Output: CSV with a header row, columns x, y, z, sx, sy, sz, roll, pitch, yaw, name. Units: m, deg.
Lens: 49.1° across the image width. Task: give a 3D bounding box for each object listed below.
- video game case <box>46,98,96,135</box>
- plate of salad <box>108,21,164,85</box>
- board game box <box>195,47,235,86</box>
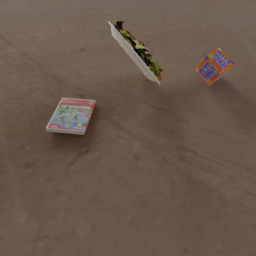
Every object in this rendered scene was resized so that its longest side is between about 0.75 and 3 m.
x,y,z,sx,sy,sz,roll,pitch,yaw,name
-1.691,-0.399,8.507,1.118,0.136,1.564,5,41,5,video game case
0.319,-2.487,9.119,0.629,2.620,2.620,-39,49,10,plate of salad
2.978,-2.121,9.654,0.786,0.786,0.787,-36,82,-30,board game box
